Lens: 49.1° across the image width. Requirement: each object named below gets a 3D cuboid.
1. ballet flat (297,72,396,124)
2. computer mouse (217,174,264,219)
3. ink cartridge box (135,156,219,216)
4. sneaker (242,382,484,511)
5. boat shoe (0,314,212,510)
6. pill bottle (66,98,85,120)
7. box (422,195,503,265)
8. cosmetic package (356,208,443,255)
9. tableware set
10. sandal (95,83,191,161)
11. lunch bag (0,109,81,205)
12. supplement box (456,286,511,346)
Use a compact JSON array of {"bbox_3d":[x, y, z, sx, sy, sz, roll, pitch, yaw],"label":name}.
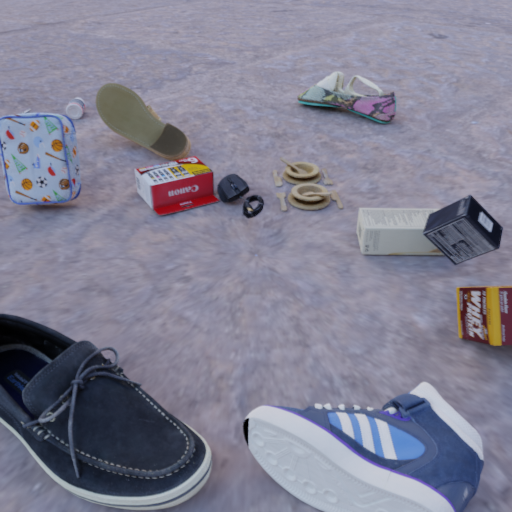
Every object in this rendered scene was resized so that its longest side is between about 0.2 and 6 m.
[{"bbox_3d":[2.340,-4.155,14.360,2.761,0.982,0.954,23,30,30],"label":"ballet flat"},{"bbox_3d":[-0.317,-1.133,10.160,0.571,0.332,1.948,-30,28,-7],"label":"computer mouse"},{"bbox_3d":[-1.488,-1.347,10.645,1.284,0.538,1.127,-18,37,-25],"label":"ink cartridge box"},{"bbox_3d":[1.173,1.829,5.784,2.216,0.893,1.622,18,32,28],"label":"sneaker"},{"bbox_3d":[-1.945,1.557,5.981,3.330,1.037,1.242,22,38,26],"label":"boat shoe"},{"bbox_3d":[-4.614,-3.808,14.378,0.409,0.409,0.683,-3,34,-4],"label":"pill bottle"},{"bbox_3d":[3.057,-0.374,8.303,0.787,0.781,0.485,41,52,-16],"label":"box"},{"bbox_3d":[2.448,-0.405,9.281,1.459,0.519,0.768,2,32,2],"label":"cosmetic package"},{"bbox_3d":[0.964,-1.465,10.986,1.185,0.359,1.793,-3,34,-4],"label":"tableware set"},{"bbox_3d":[-2.517,-2.865,12.783,2.750,0.905,1.009,36,85,20],"label":"sandal"},{"bbox_3d":[-3.947,-1.781,10.133,1.374,1.715,0.648,-1,15,4],"label":"lunch bag"},{"bbox_3d":[3.230,0.722,7.055,1.029,0.693,1.043,-2,-3,-3],"label":"supplement box"}]
